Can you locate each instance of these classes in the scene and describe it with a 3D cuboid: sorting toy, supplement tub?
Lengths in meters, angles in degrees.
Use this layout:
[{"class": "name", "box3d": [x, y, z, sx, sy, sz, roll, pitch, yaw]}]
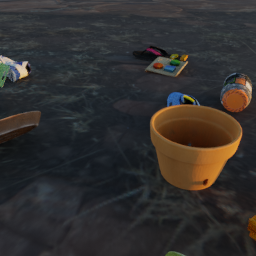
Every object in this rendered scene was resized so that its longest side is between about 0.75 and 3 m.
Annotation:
[{"class": "sorting toy", "box3d": [1.729, -2.763, 11.764, 1.435, 0.258, 1.926, 15, 42, 25]}, {"class": "supplement tub", "box3d": [3.307, -1.080, 8.562, 0.866, 0.866, 1.413, 12, 32, 19]}]

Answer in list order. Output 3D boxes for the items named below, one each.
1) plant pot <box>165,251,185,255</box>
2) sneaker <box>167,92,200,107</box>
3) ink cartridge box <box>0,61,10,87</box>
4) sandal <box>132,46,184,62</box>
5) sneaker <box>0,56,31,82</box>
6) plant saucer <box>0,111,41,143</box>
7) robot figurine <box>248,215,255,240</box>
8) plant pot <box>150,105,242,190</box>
[{"class": "plant pot", "box3d": [0.186, 2.379, 1.998, 1.925, 2.027, 2.027, -29, 40, -20]}, {"class": "sneaker", "box3d": [1.611, -0.658, 7.834, 0.769, 0.915, 2.333, -3, 29, -2]}, {"class": "ink cartridge box", "box3d": [-3.996, -1.691, 8.414, 0.965, 0.702, 0.231, 27, 7, 35]}, {"class": "sandal", "box3d": [1.398, -3.435, 12.853, 2.440, 0.550, 0.916, 12, 35, 20]}, {"class": "sneaker", "box3d": [-4.374, -2.332, 11.004, 0.946, 0.662, 1.638, -22, 44, -38]}, {"class": "plant saucer", "box3d": [-2.797, 0.084, 6.406, 1.765, 0.304, 1.765, -23, 1, 1]}, {"class": "robot figurine", "box3d": [2.735, 1.508, 4.531, 1.492, 0.434, 1.082, -14, 29, -25]}, {"class": "plant pot", "box3d": [1.295, 0.424, 5.679, 1.717, 1.202, 1.717, -1, 31, 0]}]
